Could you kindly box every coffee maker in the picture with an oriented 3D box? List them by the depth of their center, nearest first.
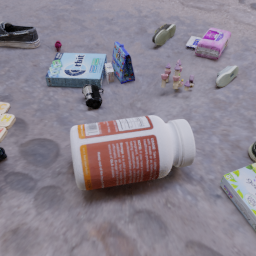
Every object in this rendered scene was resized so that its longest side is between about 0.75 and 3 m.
[{"bbox_3d":[-1.134,-1.091,9.602,0.772,0.541,0.803,-12,47,-12],"label":"coffee maker"}]

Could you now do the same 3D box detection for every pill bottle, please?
[{"bbox_3d":[0.100,0.572,7.182,2.950,1.655,1.655,-7,46,-8],"label":"pill bottle"}]

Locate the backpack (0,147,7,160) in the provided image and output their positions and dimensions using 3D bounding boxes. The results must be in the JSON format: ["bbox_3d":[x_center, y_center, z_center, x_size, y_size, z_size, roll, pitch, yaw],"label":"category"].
[{"bbox_3d":[-4.290,0.593,6.908,1.812,1.980,1.455,0,50,-2],"label":"backpack"}]

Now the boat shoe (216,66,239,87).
[{"bbox_3d":[3.642,-1.962,10.582,1.353,0.472,0.482,-36,36,-28],"label":"boat shoe"}]

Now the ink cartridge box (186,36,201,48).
[{"bbox_3d":[2.927,-3.799,12.523,0.467,0.183,0.986,19,46,17],"label":"ink cartridge box"}]

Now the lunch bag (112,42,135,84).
[{"bbox_3d":[-0.177,-2.513,10.438,0.627,1.332,1.003,-17,48,-16],"label":"lunch bag"}]

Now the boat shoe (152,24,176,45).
[{"bbox_3d":[1.529,-4.238,12.659,0.557,0.660,1.851,22,43,26],"label":"boat shoe"}]

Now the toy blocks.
[{"bbox_3d":[1.825,-1.964,9.943,1.161,0.977,1.085,10,24,12],"label":"toy blocks"}]

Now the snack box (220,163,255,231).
[{"bbox_3d":[3.302,1.749,6.848,1.246,0.464,1.752,-17,48,-16],"label":"snack box"}]

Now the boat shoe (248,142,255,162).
[{"bbox_3d":[4.764,0.349,7.857,2.619,0.868,0.979,-6,58,-6],"label":"boat shoe"}]

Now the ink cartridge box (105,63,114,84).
[{"bbox_3d":[-0.689,-2.056,10.604,0.269,0.457,0.793,-9,46,-8],"label":"ink cartridge box"}]

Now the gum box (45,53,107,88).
[{"bbox_3d":[-1.933,-2.255,10.805,2.037,0.454,1.731,3,45,3],"label":"gum box"}]

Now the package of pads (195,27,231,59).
[{"bbox_3d":[3.661,-3.632,12.019,1.033,0.649,1.715,22,49,20],"label":"package of pads"}]

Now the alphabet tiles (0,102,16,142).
[{"bbox_3d":[-4.892,-0.133,8.906,2.355,0.172,2.303,8,46,8],"label":"alphabet tiles"}]

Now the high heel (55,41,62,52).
[{"bbox_3d":[-3.076,-3.730,12.283,0.291,0.415,0.863,-9,46,-9],"label":"high heel"}]

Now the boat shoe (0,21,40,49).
[{"bbox_3d":[-5.362,-4.198,12.338,2.909,0.986,1.043,10,46,9],"label":"boat shoe"}]
